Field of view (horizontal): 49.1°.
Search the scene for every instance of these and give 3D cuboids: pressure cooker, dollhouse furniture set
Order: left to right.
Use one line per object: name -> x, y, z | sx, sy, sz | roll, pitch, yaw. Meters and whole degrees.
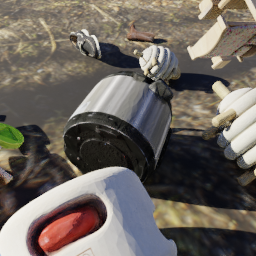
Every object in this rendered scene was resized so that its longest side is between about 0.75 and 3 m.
pressure cooker -> -0.080, -0.127, 6.450 | 2.131, 2.165, 2.423 | 10, 43, 16
dollhouse furniture set -> 1.826, -1.286, 4.784 | 2.066, 2.423, 1.183 | -11, 74, -27

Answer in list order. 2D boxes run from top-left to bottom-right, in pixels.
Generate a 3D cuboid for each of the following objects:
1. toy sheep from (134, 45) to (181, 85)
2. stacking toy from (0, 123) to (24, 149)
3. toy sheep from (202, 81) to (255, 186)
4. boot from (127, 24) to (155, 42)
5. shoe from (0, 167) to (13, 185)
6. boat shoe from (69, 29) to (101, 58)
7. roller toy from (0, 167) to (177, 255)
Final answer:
toy sheep -> 1.019, -2.162, 9.444 | 1.835, 1.265, 1.265 | 25, 34, -25
stacking toy -> -3.801, 0.279, 6.879 | 1.909, 0.891, 2.109 | 35, 17, -1
toy sheep -> 2.929, 0.055, 6.428 | 2.039, 2.039, 2.958 | -26, 73, -26
boot -> 0.648, -4.207, 12.411 | 1.220, 0.392, 1.137 | 6, 55, 11
shoe -> -3.074, 1.033, 6.571 | 0.862, 0.301, 0.230 | 28, 44, 18
boat shoe -> -1.715, -3.308, 11.036 | 0.723, 0.886, 2.397 | -17, 41, -18
roller toy -> -0.537, 1.803, 4.062 | 2.445, 2.230, 1.709 | -5, 57, -48
